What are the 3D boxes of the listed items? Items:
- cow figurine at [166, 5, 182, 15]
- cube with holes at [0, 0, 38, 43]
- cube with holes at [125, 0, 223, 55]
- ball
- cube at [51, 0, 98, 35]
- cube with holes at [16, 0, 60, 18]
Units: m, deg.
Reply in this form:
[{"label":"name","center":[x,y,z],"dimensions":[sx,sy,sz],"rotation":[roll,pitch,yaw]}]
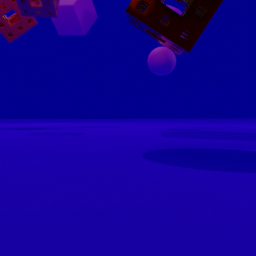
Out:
[{"label":"cow figurine","center":[1.685,-3.588,9.422],"dimensions":[1.536,0.857,1.561],"rotation":[31,29,20]},{"label":"cube with holes","center":[-3.580,-3.457,8.486],"dimensions":[1.056,1.056,1.056],"rotation":[-36,42,-2]},{"label":"cube with holes","center":[0.887,-2.353,5.361],"dimensions":[1.331,1.331,1.331],"rotation":[31,12,-5]},{"label":"ball","center":[0.865,-1.704,7.167],"dimensions":[0.720,0.720,0.720],"rotation":[0,2,0]},{"label":"cube","center":[-1.960,-4.120,9.980],"dimensions":[1.152,1.152,1.152],"rotation":[8,-36,23]},{"label":"cube with holes","center":[-1.920,-2.937,5.960],"dimensions":[0.762,0.762,0.762],"rotation":[2,-27,-3]}]
